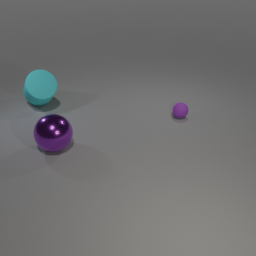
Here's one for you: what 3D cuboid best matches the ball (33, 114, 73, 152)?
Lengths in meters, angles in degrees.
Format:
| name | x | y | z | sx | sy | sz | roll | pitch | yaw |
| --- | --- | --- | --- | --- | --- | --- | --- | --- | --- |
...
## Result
| name | x | y | z | sx | sy | sz | roll | pitch | yaw |
| --- | --- | --- | --- | --- | --- | --- | --- | --- | --- |
| ball | -2.734 | 0.180 | 10.273 | 1.400 | 1.400 | 1.400 | 0 | 31 | 0 |

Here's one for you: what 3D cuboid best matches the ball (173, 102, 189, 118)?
| name | x | y | z | sx | sy | sz | roll | pitch | yaw |
| --- | --- | --- | --- | --- | --- | --- | --- | --- | --- |
| ball | 2.361 | -0.798 | 12.569 | 0.700 | 0.700 | 0.700 | 0 | 31 | 0 |

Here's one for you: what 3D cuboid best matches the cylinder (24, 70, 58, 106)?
| name | x | y | z | sx | sy | sz | roll | pitch | yaw |
| --- | --- | --- | --- | --- | --- | --- | --- | --- | --- |
| cylinder | -4.118 | -1.863 | 13.143 | 1.400 | 1.400 | 1.400 | -16 | 0 | -25 |
